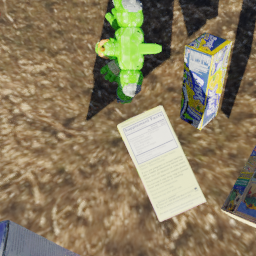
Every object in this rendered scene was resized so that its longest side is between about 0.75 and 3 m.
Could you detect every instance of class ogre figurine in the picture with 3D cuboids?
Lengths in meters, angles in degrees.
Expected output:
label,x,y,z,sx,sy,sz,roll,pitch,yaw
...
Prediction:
label,x,y,z,sx,sy,sz,roll,pitch,yaw
ogre figurine,-0.019,-1.720,5.896,1.267,1.548,2.583,16,103,-13

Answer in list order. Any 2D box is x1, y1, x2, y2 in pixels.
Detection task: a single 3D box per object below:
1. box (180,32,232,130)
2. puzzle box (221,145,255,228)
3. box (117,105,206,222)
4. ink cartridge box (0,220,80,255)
label,x,y,z,sx,sy,sz,roll,pitch,yaw
box,1.565,-0.911,5.865,0.623,1.936,0.678,34,59,31
puzzle box,2.751,1.037,5.113,0.333,2.623,1.745,33,81,0
box,0.508,0.554,4.640,0.738,1.344,1.527,-24,84,1
ink cartridge box,-1.874,2.107,3.862,2.447,2.492,0.540,-16,50,13
